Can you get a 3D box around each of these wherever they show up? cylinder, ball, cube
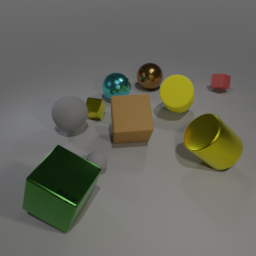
[{"bbox_3d":[2.148,-1.446,12.145,1.400,1.400,1.400,9,-3,14],"label":"cylinder"},{"bbox_3d":[1.158,-2.749,14.868,1.400,1.400,1.400,0,32,0],"label":"ball"},{"bbox_3d":[0.107,-0.312,10.428,1.400,1.400,1.400,-4,71,-5],"label":"cube"},{"bbox_3d":[2.789,0.457,9.197,1.400,1.400,1.400,35,17,-30],"label":"cylinder"},{"bbox_3d":[-1.006,1.064,9.043,0.700,0.700,0.700,0,32,0],"label":"ball"},{"bbox_3d":[-2.281,-0.591,10.990,1.400,1.400,1.400,0,32,0],"label":"ball"},{"bbox_3d":[-0.562,-1.997,13.676,1.400,1.400,1.400,0,32,0],"label":"ball"},{"bbox_3d":[-1.443,-0.836,12.228,0.700,0.700,0.700,9,66,13],"label":"cube"},{"bbox_3d":[4.859,-2.429,14.659,0.700,0.700,0.700,5,3,-40],"label":"cube"},{"bbox_3d":[-1.745,1.601,7.433,1.400,1.400,1.400,28,41,5],"label":"cube"}]
